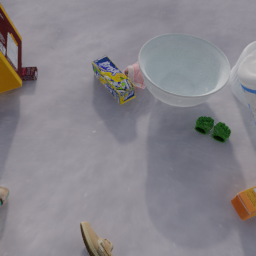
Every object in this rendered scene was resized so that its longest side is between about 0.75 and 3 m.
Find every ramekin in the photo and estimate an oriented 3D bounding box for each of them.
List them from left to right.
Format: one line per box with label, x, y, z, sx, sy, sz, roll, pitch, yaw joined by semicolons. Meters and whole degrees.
ramekin;4.545;-1.758;8.926;2.335;1.138;2.335;0;55;0

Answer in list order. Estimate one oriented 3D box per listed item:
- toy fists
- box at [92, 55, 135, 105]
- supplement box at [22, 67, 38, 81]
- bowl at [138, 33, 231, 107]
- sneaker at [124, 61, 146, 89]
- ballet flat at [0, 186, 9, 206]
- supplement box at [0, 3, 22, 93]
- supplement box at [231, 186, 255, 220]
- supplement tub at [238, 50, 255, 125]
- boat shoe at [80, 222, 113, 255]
toy fists;2.502;-0.019;8.219;1.039;0.357;0.530;26;59;18
box;-0.485;-1.594;9.152;0.611;0.560;1.743;-30;61;-16
supplement box;-3.498;-1.839;9.519;0.791;0.241;0.431;-4;57;-1
bowl;1.613;-1.604;8.708;2.761;1.241;2.761;2;54;-3
sneaker;0.325;-2.054;9.429;0.804;0.579;1.537;13;60;-2
ballet flat;-3.784;1.563;7.114;1.633;0.556;0.549;15;36;4
supplement box;-4.655;-2.760;8.622;1.692;2.513;2.548;-16;56;2
supplement box;3.502;1.667;6.934;1.741;0.579;0.599;-19;58;-12
supplement tub;3.944;-0.789;7.218;1.607;2.436;1.607;-24;34;17
boat shoe;-0.579;2.752;6.259;0.504;0.557;1.562;-23;65;-24
